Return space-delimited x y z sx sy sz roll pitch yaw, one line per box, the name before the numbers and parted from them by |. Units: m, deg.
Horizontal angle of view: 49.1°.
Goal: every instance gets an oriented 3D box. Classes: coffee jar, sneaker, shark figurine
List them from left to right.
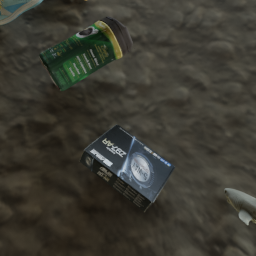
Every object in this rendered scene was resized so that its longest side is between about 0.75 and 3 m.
sneaker | -3.408 -3.738 7.779 1.856 1.212 0.738 -24 56 14
coffee jar | -1.063 -1.975 7.286 2.301 0.982 1.200 -32 38 -6
shark figurine | 3.104 1.814 5.866 2.072 1.238 0.865 30 100 13

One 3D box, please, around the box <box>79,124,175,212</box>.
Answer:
box | 0.032 0.813 6.296 1.781 0.388 1.427 36 36 11
